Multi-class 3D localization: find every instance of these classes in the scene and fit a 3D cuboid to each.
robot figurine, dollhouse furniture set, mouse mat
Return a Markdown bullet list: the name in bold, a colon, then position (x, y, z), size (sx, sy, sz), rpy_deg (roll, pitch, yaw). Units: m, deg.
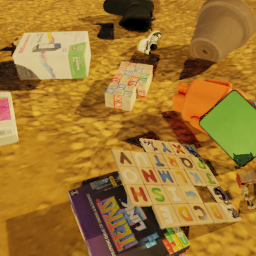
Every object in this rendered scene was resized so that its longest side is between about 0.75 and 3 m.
- **robot figurine**: position (2.500, -0.664, 8.404), size (2.289, 1.335, 1.646), rpy_deg (17, 26, 18)
- **dollhouse furniture set**: position (2.902, 1.459, 6.571), size (0.479, 0.362, 0.889), rpy_deg (-13, 53, 10)
- **mouse mat**: position (2.933, 0.013, 7.477), size (1.713, 1.378, 0.064), rpy_deg (48, 20, 12)

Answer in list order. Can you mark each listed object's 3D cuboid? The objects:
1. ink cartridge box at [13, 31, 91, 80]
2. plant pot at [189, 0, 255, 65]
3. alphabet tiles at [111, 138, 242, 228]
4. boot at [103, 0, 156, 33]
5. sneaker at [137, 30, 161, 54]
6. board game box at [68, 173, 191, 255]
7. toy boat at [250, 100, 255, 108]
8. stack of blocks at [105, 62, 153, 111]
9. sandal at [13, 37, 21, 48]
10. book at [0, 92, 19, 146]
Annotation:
- **ink cartridge box**: position (-2.825, -2.802, 10.791), size (2.581, 1.129, 1.875), rpy_deg (-3, 43, 1)
- **plant pot**: position (3.527, -3.649, 11.174), size (2.367, 2.367, 2.065), rpy_deg (26, 67, 25)
- **alphabet tiles**: position (1.030, 1.126, 6.381), size (2.813, 0.106, 2.352), rpy_deg (8, 40, -32)
- **boot**: position (-0.015, -5.661, 13.944), size (2.895, 1.071, 2.372), rpy_deg (6, 47, 5)
- **sneaker**: position (1.075, -3.684, 12.230), size (0.696, 0.601, 1.588), rpy_deg (35, 58, 15)
- **board game box**: position (-0.071, 2.024, 6.030), size (1.847, 0.634, 2.235), rpy_deg (-18, 46, -19)
- **toy boat**: position (4.016, -0.559, 8.848), size (1.126, 0.523, 0.947), rpy_deg (-12, 45, -13)
- **stack of blocks**: position (0.083, -1.489, 9.770), size (1.183, 0.602, 2.054), rpy_deg (11, 44, 11)
- **sandal**: position (-4.744, -3.730, 12.233), size (0.550, 0.493, 1.500), rpy_deg (-15, 45, -15)
- **book**: position (-4.255, -0.273, 8.594), size (1.463, 0.526, 2.191), rpy_deg (-13, 45, -17)
